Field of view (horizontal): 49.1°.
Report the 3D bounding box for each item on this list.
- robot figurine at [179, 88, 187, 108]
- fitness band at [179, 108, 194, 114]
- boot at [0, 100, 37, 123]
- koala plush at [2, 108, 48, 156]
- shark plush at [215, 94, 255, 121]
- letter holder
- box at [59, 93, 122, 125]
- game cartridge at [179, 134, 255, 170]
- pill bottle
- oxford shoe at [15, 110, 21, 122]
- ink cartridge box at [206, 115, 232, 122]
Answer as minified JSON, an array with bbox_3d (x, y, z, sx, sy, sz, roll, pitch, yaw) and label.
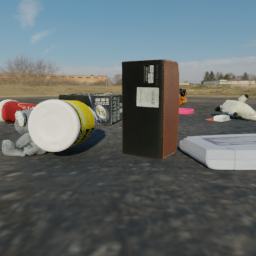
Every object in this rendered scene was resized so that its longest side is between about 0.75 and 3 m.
[{"bbox_3d":[2.516,-1.610,17.034,2.818,0.820,2.043,-3,-32,-49],"label":"robot figurine"},{"bbox_3d":[3.218,-1.009,16.769,1.397,0.261,1.003,-1,9,1],"label":"fitness band"},{"bbox_3d":[-4.350,-0.734,12.682,2.042,1.025,2.831,3,6,12],"label":"boot"},{"bbox_3d":[-2.419,0.065,6.855,1.021,1.111,0.986,3,9,16],"label":"koala plush"},{"bbox_3d":[5.154,-0.737,13.906,1.092,1.191,2.622,36,-19,-20],"label":"shark plush"},{"bbox_3d":[0.725,-0.513,6.999,1.111,2.208,1.570,6,10,33],"label":"letter holder"},{"bbox_3d":[-1.507,-0.971,13.116,2.393,1.259,2.923,2,9,12],"label":"box"},{"bbox_3d":[2.644,0.492,6.295,2.531,0.517,1.685,-2,5,-11],"label":"game cartridge"},{"bbox_3d":[-1.451,-0.110,6.812,1.137,1.137,1.990,1,5,8],"label":"pill bottle"},{"bbox_3d":[-3.662,-0.447,11.504,1.981,0.722,0.706,0,9,-2],"label":"oxford shoe"},{"bbox_3d":[4.365,-0.496,13.487,0.890,0.223,1.025,11,13,40],"label":"ink cartridge box"}]
